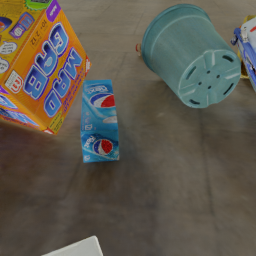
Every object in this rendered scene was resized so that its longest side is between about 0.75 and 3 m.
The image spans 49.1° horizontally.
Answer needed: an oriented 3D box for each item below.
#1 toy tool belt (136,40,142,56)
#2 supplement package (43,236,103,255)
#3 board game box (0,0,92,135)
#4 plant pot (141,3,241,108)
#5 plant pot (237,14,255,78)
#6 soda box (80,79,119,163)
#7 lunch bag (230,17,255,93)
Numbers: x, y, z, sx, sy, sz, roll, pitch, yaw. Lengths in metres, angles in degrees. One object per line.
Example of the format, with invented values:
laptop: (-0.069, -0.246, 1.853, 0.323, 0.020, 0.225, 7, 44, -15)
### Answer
toy tool belt: (1.011, -3.450, 11.467, 0.865, 0.879, 1.407, 11, 36, 30)
supplement package: (-0.564, 2.096, 2.332, 1.145, 1.958, 1.149, -14, 37, -19)
board game box: (-2.598, -1.482, 6.624, 2.222, 2.221, 2.220, 15, 69, 20)
plant pot: (1.870, -1.985, 8.200, 2.442, 2.442, 2.392, -8, 43, -11)
plant pot: (4.848, -2.914, 9.822, 2.007, 1.994, 2.054, 6, 25, 9)
soda box: (-0.697, -0.290, 6.819, 0.801, 0.847, 2.496, -4, 34, -6)
lunch bag: (3.428, -1.238, 6.573, 1.064, 2.817, 2.257, -26, 27, 25)
